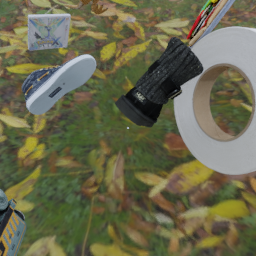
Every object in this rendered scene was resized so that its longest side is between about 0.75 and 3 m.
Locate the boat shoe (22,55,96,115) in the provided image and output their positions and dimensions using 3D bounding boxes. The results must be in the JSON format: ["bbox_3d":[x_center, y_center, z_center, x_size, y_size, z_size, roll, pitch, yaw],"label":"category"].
[{"bbox_3d":[-1.155,-0.829,4.482,1.317,0.466,0.598,-37,57,4],"label":"boat shoe"}]

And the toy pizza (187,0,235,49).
[{"bbox_3d":[2.270,-3.181,7.063,0.426,2.690,2.690,34,59,-3],"label":"toy pizza"}]

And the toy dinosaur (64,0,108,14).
[{"bbox_3d":[-1.064,-3.762,7.634,0.827,2.738,1.454,1,66,-25],"label":"toy dinosaur"}]

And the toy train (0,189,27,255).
[{"bbox_3d":[-2.223,1.790,4.417,0.870,1.164,2.042,-35,18,3],"label":"toy train"}]

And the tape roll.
[{"bbox_3d":[2.053,-0.515,5.678,0.536,2.932,2.932,-6,52,-30],"label":"tape roll"}]

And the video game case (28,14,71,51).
[{"bbox_3d":[-1.758,-2.130,6.241,0.914,0.833,0.101,-15,57,-29],"label":"video game case"}]

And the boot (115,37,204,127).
[{"bbox_3d":[0.664,-0.806,5.459,0.798,2.122,1.586,42,99,3],"label":"boot"}]
